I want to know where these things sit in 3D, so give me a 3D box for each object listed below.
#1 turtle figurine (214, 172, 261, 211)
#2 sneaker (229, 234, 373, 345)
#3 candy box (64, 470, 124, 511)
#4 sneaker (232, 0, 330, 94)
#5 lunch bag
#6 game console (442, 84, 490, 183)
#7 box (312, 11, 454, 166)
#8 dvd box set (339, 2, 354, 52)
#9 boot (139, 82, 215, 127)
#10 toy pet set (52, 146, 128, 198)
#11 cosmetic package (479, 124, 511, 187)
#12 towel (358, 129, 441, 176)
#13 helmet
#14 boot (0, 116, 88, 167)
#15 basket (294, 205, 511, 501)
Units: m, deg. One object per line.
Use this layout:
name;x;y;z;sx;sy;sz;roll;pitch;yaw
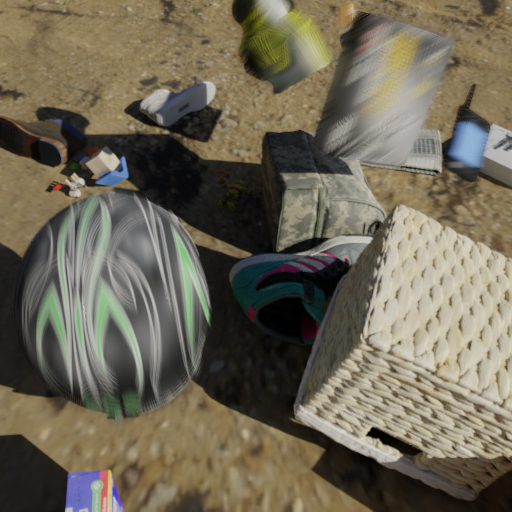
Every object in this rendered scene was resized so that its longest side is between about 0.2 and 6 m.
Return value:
turtle figurine;-0.567;-1.477;12.895;1.198;0.386;0.966;21;54;11
sneaker;1.115;0.624;9.932;3.038;1.270;1.834;-12;39;-2
candy box;-1.918;3.495;6.748;0.559;1.451;1.227;-6;43;-6
sneaker;0.088;-3.761;9.638;1.187;1.045;2.806;-39;46;3
lunch bag;1.326;-1.308;11.626;2.213;1.839;2.639;-5;45;-5
game console;2.841;-1.580;7.328;0.838;0.555;0.953;26;75;-20
box;2.109;-2.727;9.447;1.782;2.250;0.544;3;28;-29
dvd box set;1.981;-4.333;11.658;0.262;1.303;1.781;-8;39;17
boot;-2.237;-4.474;15.790;1.051;0.809;2.200;35;54;24
toy pet set;-3.798;-1.963;13.371;1.470;0.836;1.575;-22;31;28
cosmetic package;6.240;-2.433;13.842;1.498;0.513;1.987;-32;52;-26
towel;3.671;-2.844;14.377;2.127;0.367;2.048;9;44;10
helmet;-1.827;0.574;7.258;2.655;2.531;2.655;-4;47;4
boot;-5.537;-3.074;14.387;2.406;0.899;1.166;28;39;14
basket;2.494;1.298;8.018;2.866;2.325;2.891;26;46;2
